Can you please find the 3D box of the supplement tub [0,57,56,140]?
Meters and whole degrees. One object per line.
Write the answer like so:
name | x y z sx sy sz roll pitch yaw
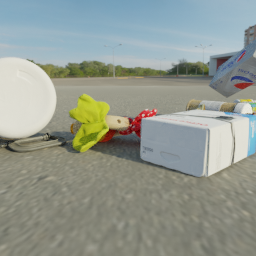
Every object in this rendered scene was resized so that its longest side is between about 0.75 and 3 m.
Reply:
supplement tub | -3.234 -0.669 7.878 2.010 2.010 2.784 -5 -1 -24

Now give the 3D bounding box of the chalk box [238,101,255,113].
chalk box | 5.793 -0.897 13.412 0.679 0.684 1.096 -1 12 -1

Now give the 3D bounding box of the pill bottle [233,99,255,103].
pill bottle | 6.320 -1.205 15.033 1.195 0.672 0.672 -3 11 -14

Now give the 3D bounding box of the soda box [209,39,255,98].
soda box | 3.528 -1.792 8.572 0.816 0.879 2.574 32 -14 -4

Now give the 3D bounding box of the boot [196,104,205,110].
boot | 2.442 -0.497 10.957 1.131 0.530 1.455 -4 29 23

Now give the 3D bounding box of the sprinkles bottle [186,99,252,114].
sprinkles bottle | 3.703 -0.680 11.660 0.895 0.895 2.621 -10 15 -41

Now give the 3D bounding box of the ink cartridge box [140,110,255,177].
ink cartridge box | 1.714 0.211 6.625 1.756 1.023 2.428 10 15 43

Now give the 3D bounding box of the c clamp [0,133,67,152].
c clamp | -2.718 0.373 7.904 1.769 0.240 1.511 -9 14 -37

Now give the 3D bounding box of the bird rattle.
bird rattle | -0.530 -0.132 8.038 2.577 1.452 2.101 -4 -5 -36

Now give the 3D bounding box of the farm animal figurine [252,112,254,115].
farm animal figurine | 4.816 -0.102 9.691 1.225 0.616 0.989 -1 29 -22

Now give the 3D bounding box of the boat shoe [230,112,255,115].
boat shoe | 3.625 -0.070 8.656 0.831 0.818 2.230 -2 11 -12
